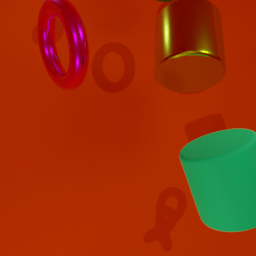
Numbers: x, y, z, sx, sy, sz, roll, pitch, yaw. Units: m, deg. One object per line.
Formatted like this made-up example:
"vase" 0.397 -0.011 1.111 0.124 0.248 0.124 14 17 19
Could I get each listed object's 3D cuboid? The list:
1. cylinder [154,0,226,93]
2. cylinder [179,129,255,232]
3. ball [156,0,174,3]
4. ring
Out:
"cylinder" 1.025 -1.360 4.744 1.134 1.134 1.134 3 66 1
"cylinder" 1.317 0.655 3.738 1.012 1.012 1.012 -22 100 -7
"ball" 0.795 -3.169 5.867 0.987 0.987 0.987 0 71 0
"ring" -1.113 -1.381 4.681 0.301 1.506 1.506 -18 70 -34
